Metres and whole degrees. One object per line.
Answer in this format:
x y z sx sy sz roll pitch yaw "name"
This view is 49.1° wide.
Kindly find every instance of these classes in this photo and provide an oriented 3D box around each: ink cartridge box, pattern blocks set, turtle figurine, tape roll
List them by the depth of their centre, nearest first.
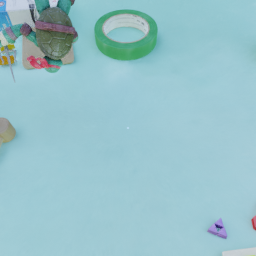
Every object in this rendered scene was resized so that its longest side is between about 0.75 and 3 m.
2.461 2.876 4.886 2.514 0.232 2.860 -18 57 -12 "pattern blocks set"
-1.433 -1.828 5.145 1.073 2.130 1.595 20 18 37 "turtle figurine"
-0.060 -2.961 8.799 1.971 0.474 1.971 0 54 0 "tape roll"
-3.187 -3.980 9.219 2.208 0.930 1.596 -9 56 -6 "ink cartridge box"

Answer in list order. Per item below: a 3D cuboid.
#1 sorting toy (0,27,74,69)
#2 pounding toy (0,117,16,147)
-2.804 -2.457 8.596 2.185 0.292 1.628 -10 60 -7 "sorting toy"
-3.991 0.365 5.960 2.907 1.330 2.554 -31 61 -20 "pounding toy"
